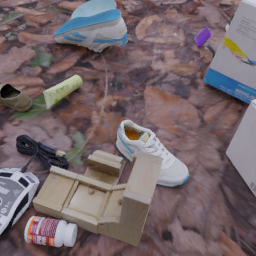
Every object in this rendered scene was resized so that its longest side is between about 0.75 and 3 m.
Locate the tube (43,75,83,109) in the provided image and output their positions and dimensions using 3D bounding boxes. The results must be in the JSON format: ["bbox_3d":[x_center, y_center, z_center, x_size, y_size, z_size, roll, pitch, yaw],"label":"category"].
[{"bbox_3d":[-1.963,-1.141,8.448,0.435,0.389,1.498,54,44,-8],"label":"tube"}]

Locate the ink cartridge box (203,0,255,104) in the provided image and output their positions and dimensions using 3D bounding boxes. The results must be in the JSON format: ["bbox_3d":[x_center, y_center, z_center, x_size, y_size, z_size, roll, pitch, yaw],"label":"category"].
[{"bbox_3d":[3.780,-2.403,8.026,1.925,2.662,1.960,30,53,13],"label":"ink cartridge box"}]

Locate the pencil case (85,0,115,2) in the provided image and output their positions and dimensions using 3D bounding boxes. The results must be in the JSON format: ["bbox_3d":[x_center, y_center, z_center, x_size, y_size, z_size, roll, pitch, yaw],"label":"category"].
[{"bbox_3d":[-1.245,-5.864,12.529,1.412,0.624,0.624,16,52,15],"label":"pencil case"}]

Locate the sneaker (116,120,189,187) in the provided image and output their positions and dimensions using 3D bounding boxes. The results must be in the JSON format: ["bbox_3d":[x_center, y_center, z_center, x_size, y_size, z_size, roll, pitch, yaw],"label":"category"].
[{"bbox_3d":[0.546,0.619,6.888,2.141,0.865,0.819,33,56,24],"label":"sneaker"}]

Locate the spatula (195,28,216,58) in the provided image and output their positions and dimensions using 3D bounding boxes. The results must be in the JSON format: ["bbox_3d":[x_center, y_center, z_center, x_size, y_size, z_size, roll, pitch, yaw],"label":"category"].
[{"bbox_3d":[3.000,-2.769,10.033,0.236,0.648,2.292,13,46,-41],"label":"spatula"}]

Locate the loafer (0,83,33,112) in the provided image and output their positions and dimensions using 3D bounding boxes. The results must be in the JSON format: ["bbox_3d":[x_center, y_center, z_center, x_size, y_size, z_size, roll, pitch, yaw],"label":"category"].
[{"bbox_3d":[-3.748,-1.055,8.447,1.859,0.627,0.707,14,51,11],"label":"loafer"}]

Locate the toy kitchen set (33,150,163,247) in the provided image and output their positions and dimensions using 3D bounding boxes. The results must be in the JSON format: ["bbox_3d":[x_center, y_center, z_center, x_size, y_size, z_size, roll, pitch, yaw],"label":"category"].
[{"bbox_3d":[-0.549,0.848,5.850,2.358,2.127,1.924,16,51,8],"label":"toy kitchen set"}]

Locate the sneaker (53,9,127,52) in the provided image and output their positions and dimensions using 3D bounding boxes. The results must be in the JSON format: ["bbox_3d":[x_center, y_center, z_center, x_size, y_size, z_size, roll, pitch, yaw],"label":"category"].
[{"bbox_3d":[-1.433,-3.326,10.116,2.951,1.192,1.129,3,49,28],"label":"sneaker"}]

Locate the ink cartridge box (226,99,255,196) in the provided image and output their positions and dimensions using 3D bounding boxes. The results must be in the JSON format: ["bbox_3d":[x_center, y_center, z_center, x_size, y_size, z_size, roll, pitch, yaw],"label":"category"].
[{"bbox_3d":[4.154,0.386,6.289,2.804,2.064,2.028,-16,52,-13],"label":"ink cartridge box"}]

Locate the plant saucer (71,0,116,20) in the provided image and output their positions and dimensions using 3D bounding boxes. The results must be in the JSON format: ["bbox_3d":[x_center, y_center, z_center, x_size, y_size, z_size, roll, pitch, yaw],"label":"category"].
[{"bbox_3d":[-1.359,-4.608,11.452,1.944,0.374,1.944,-9,51,12],"label":"plant saucer"}]

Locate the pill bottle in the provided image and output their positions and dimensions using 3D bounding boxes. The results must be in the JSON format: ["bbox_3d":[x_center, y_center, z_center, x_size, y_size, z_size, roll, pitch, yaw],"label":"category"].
[{"bbox_3d":[-1.579,2.160,5.805,0.966,0.529,0.529,6,50,5],"label":"pill bottle"}]

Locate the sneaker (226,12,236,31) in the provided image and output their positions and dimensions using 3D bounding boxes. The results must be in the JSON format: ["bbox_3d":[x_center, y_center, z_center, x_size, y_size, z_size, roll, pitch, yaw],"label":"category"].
[{"bbox_3d":[4.661,-3.811,10.625,1.886,0.860,0.732,31,57,23],"label":"sneaker"}]

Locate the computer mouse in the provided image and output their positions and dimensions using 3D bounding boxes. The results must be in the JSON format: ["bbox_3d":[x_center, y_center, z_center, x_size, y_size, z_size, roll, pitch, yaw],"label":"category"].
[{"bbox_3d":[-2.664,1.436,6.390,1.609,0.644,2.934,21,47,11],"label":"computer mouse"}]
